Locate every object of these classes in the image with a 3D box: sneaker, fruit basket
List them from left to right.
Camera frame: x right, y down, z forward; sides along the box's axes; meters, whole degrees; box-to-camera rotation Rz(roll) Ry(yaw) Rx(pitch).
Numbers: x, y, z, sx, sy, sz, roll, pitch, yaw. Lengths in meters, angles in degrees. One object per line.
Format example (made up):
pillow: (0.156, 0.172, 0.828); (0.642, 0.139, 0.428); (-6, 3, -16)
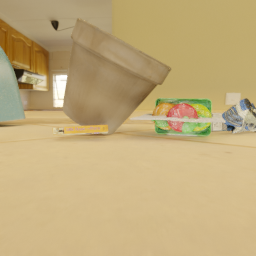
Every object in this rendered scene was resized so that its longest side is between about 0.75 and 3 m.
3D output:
fruit basket: (1.055, -0.149, 5.657); (1.667, 0.844, 1.800); (2, 11, 15)
sneaker: (2.686, -0.212, 6.625); (0.749, 0.677, 1.758); (-28, -27, 28)

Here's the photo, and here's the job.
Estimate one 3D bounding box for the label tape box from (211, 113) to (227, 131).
label tape box: (1.866, -0.175, 7.570); (1.505, 0.476, 1.086); (-2, 5, -30)

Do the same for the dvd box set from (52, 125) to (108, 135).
dvd box set: (-0.889, 0.045, 5.388); (1.005, 0.148, 0.735); (-3, -3, -5)

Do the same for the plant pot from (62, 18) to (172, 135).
plant pot: (-0.492, -1.020, 6.300); (2.268, 1.968, 2.268); (27, 13, -7)

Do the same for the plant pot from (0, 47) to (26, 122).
plant pot: (-5.330, -1.541, 8.957); (2.759, 2.810, 2.751); (2, 9, 42)
